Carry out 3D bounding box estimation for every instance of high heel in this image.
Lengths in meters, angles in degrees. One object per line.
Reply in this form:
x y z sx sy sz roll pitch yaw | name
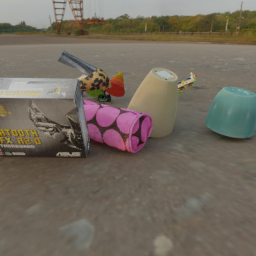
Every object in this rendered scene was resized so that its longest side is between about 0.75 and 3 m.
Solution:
-1.759 -0.873 8.758 1.830 2.568 0.917 26 15 -19 | high heel

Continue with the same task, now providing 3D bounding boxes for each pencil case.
-0.633 -0.167 7.833 2.788 1.265 1.306 18 2 35 | pencil case

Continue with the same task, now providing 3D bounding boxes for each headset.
-1.000 -1.343 11.912 0.580 0.441 0.939 0 16 -1 | headset

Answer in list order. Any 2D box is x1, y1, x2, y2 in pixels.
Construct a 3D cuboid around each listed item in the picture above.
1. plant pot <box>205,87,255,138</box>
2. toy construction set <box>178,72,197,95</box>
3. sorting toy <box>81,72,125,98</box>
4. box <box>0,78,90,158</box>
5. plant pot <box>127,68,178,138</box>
3.087 -0.532 8.158 1.433 1.150 1.433 6 25 -3 | plant pot
2.431 -1.844 11.991 1.302 0.600 0.853 -38 -16 11 | toy construction set
-1.202 -1.944 12.141 2.764 0.958 0.952 2 59 34 | sorting toy
-2.287 -0.158 6.375 2.632 2.085 0.636 1 51 1 | box
0.825 -0.855 8.249 1.562 1.668 1.562 10 36 -7 | plant pot
